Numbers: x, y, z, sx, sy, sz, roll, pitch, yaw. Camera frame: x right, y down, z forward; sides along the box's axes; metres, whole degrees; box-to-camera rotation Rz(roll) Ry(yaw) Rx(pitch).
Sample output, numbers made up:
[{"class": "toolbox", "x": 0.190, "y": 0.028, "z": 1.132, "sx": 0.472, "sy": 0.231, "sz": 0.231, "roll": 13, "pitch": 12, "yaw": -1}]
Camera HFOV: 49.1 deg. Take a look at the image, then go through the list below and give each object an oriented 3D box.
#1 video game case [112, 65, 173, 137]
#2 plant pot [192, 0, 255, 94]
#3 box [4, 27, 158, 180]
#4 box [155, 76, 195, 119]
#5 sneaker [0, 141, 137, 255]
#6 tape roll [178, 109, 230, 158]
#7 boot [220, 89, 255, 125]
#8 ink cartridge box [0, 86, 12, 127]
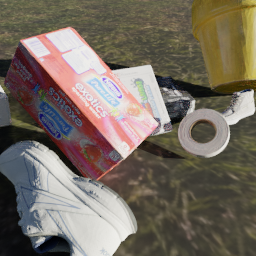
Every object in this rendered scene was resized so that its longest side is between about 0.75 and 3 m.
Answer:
[{"class": "video game case", "x": 0.032, "y": -0.605, "z": 6.786, "sx": 1.666, "sy": 0.217, "sz": 1.831, "roll": -12, "pitch": 72, "yaw": -15}, {"class": "plant pot", "x": 3.266, "y": -2.424, "z": 7.970, "sx": 2.791, "sy": 2.626, "sz": 2.791, "roll": -1, "pitch": -6, "yaw": 0}, {"class": "box", "x": -0.904, "y": -0.468, "z": 5.436, "sx": 2.643, "sy": 1.251, "sz": 1.356, "roll": 48, "pitch": 44, "yaw": 1}, {"class": "box", "x": 0.564, "y": -0.801, "z": 7.801, "sx": 2.066, "sy": 0.514, "sz": 1.629, "roll": -10, "pitch": 36, "yaw": -14}, {"class": "sneaker", "x": -1.268, "y": 1.116, "z": 4.354, "sx": 2.835, "sy": 1.056, "sz": 1.235, "roll": 23, "pitch": 56, "yaw": 32}, {"class": "tape roll", "x": 1.619, "y": 0.102, "z": 6.008, "sx": 1.082, "sy": 0.198, "sz": 1.082, "roll": -9, "pitch": 65, "yaw": 19}, {"class": "boot", "x": 2.431, "y": -0.511, "z": 6.449, "sx": 1.326, "sy": 0.634, "sz": 0.488, "roll": -21, "pitch": 22, "yaw": -33}, {"class": "ink cartridge box", "x": -4.062, "y": -0.702, "z": 7.330, "sx": 1.429, "sy": 0.825, "sz": 1.964, "roll": -15, "pitch": 35, "yaw": -31}]
